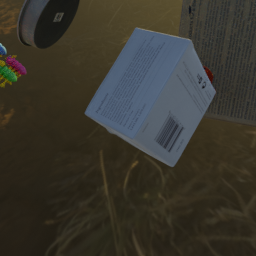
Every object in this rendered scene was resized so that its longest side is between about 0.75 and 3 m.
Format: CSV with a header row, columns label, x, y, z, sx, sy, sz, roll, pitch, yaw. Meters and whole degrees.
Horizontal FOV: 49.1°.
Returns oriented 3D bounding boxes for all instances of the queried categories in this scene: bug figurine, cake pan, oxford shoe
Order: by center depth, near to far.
label,x,y,z,sx,sy,sz,roll,pitch,yaw
oxford shoe,1.220,-0.764,4.696,0.324,0.911,0.330,-42,56,-1
bug figurine,-3.351,-1.794,7.145,0.507,1.527,1.969,-43,17,12
cake pan,-2.179,-3.281,8.057,0.443,2.414,2.414,36,48,0

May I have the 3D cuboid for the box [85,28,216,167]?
label,x,y,z,sx,sy,sz,roll,pitch,yaw
box,0.358,-0.343,3.634,0.836,1.272,1.279,27,85,35

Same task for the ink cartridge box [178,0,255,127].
label,x,y,z,sx,sy,sz,roll,pitch,yaw
ink cartridge box,2.154,-1.516,5.354,2.304,2.797,1.051,14,18,30
